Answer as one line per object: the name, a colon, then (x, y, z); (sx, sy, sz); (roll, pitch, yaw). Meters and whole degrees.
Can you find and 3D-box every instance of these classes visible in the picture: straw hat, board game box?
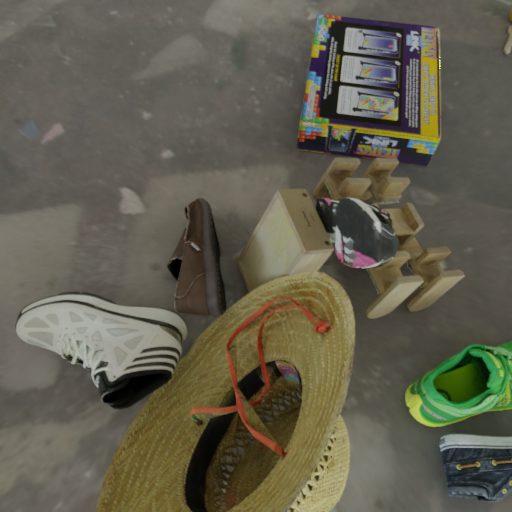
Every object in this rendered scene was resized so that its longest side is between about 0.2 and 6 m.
straw hat: (0.129, 2.366, 6.794); (1.802, 4.259, 4.259); (44, 62, -22)
board game box: (2.192, -3.246, 10.763); (2.481, 0.851, 3.001); (9, 60, 3)

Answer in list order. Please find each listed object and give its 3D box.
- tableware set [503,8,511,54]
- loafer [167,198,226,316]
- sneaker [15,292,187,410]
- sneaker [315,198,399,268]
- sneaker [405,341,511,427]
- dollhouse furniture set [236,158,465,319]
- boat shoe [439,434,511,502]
tableware set: (7.005, -4.726, 11.787); (3.308, 0.508, 2.228); (19, 60, 11)
loafer: (-0.998, -0.044, 8.665); (0.834, 0.858, 2.350); (-10, 42, 0)
sneaker: (-2.281, 1.310, 7.774); (2.477, 0.935, 1.425); (4, 34, 0)
sneaker: (1.482, -0.412, 7.519); (0.913, 0.850, 2.115); (1, 17, -12)
sneaker: (3.302, 1.684, 7.760); (2.457, 1.027, 0.910); (-19, 61, -12)
dollhouse furniture set: (1.323, -0.078, 8.813); (2.679, 1.780, 2.348); (-4, 57, -28)
boat shoe: (3.336, 2.826, 7.376); (1.732, 0.613, 0.786); (-1, 60, 8)
